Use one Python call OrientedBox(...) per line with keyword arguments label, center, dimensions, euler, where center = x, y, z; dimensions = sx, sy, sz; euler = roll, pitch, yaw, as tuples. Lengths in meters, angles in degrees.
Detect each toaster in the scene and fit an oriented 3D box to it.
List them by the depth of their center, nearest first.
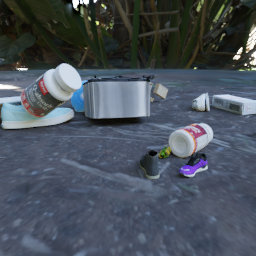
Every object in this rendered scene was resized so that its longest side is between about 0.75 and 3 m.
OrientedBox(label="toaster", center=(-0.468, -1.303, 11.737), dimensions=(2.545, 1.670, 2.815), euler=(-4, 6, -16))

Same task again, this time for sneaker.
OrientedBox(label="sneaker", center=(1.562, 0.828, 6.702), dimensions=(0.983, 0.489, 0.342), euler=(-13, 20, -42))
OrientedBox(label="sneaker", center=(0.546, 0.745, 6.810), dimensions=(0.417, 0.592, 1.115), euler=(-3, 15, -10))
OrientedBox(label="sneaker", center=(-3.468, -0.708, 11.013), dimensions=(2.856, 1.170, 1.056), euler=(-11, 16, -35))
OrientedBox(label="sneaker", center=(3.730, -1.340, 14.389), dimensions=(0.816, 0.774, 2.027), euler=(-6, 12, 16))

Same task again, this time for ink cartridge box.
OrientedBox(label="ink cartridge box", center=(6.126, -1.273, 14.204), dimensions=(2.832, 0.808, 2.302), euler=(-10, 17, -18))

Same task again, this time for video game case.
OrientedBox(label="video game case", center=(-5.347, -0.744, 11.269), dimensions=(2.140, 0.245, 1.948), euler=(-10, -10, -26))

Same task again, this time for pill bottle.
OrientedBox(label="pill bottle", center=(1.852, 0.308, 8.081), dimensions=(0.774, 0.774, 1.413), euler=(12, 20, 39))
OrientedBox(label="pill bottle", center=(-2.683, -1.300, 9.786), dimensions=(2.066, 1.197, 1.197), euler=(-29, 0, 30))

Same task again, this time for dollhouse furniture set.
OrientedBox(label="dollhouse furniture set", center=(1.101, -2.054, 16.538), dimensions=(2.158, 1.118, 0.955), euler=(15, -5, 41))

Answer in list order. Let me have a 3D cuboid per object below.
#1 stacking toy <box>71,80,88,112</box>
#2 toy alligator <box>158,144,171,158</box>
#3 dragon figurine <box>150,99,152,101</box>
OrientedBox(label="stacking toy", center=(-2.017, -1.582, 14.527), dimensions=(1.399, 1.480, 2.549), euler=(-7, 3, 3))
OrientedBox(label="toy alligator", center=(1.065, 0.668, 7.822), dimensions=(0.296, 0.214, 0.892), euler=(-29, 4, 24))
OrientedBox(label="dragon figurine", center=(0.048, -1.745, 15.083), dimensions=(2.402, 0.707, 1.194), euler=(23, 3, 6))
